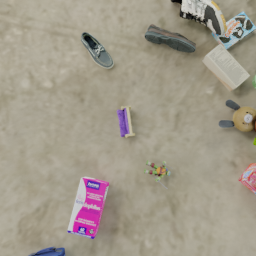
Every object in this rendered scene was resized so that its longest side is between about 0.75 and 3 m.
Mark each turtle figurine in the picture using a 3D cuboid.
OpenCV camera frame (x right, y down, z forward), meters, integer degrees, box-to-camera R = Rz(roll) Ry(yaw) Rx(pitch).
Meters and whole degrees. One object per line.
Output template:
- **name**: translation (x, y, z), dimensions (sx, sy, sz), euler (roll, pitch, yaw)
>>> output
- **turtle figurine**: translation (1.170, 1.642, 10.833), dimensions (1.038, 1.071, 0.771), euler (15, 112, 4)

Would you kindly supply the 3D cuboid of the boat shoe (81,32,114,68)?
- **boat shoe**: translation (-1.319, -3.259, 11.708), dimensions (0.676, 0.573, 1.856), euler (-40, 85, -4)

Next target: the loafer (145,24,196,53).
- **loafer**: translation (1.829, -3.809, 11.704), dimensions (2.212, 0.795, 0.696), euler (18, 77, 4)

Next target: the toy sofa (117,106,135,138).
- **toy sofa**: translation (-0.095, -0.249, 11.380), dimensions (0.608, 0.516, 1.246), euler (-8, 83, -2)

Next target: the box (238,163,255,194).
- **box**: translation (5.464, 2.305, 10.839), dimensions (1.958, 0.976, 0.935), euler (38, 85, 4)

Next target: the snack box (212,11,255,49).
- **snack box**: translation (4.506, -4.142, 11.954), dimensions (1.613, 0.299, 0.937), euler (-34, 84, -4)

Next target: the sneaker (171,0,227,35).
- **sneaker**: translation (2.872, -4.819, 11.685), dimensions (1.313, 1.133, 2.996), euler (-33, 71, 6)

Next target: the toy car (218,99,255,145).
- **toy car**: translation (4.751, -0.322, 10.944), dimensions (2.137, 1.686, 1.756), euler (19, 94, 14)

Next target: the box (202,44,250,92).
- **box**: translation (4.014, -2.470, 11.550), dimensions (0.850, 0.696, 1.790), euler (-39, 85, -4)

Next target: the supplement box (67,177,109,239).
- **supplement box**: translation (-1.483, 2.991, 10.727), dimensions (1.041, 1.063, 2.057), euler (13, 82, 3)

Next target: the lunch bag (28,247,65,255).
- **lunch bag**: translation (-3.033, 5.074, 10.432), dimensions (1.647, 1.119, 1.090), euler (-11, 83, -1)

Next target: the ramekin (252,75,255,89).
- **ramekin**: translation (5.613, -1.937, 11.629), dimensions (0.855, 0.417, 0.855), euler (0, 83, 0)
